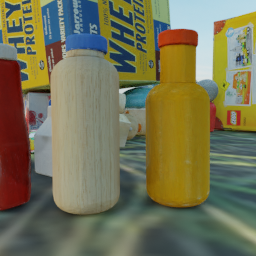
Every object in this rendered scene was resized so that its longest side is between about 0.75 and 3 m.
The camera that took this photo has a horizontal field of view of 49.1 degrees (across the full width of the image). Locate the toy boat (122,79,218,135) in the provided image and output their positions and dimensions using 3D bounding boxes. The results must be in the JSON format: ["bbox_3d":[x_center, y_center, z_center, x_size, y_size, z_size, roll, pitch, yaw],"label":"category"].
[{"bbox_3d":[0.763,-0.483,5.995,2.468,1.147,2.075,-1,3,-12],"label":"toy boat"}]

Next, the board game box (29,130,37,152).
[{"bbox_3d":[-0.977,0.146,3.847,0.714,0.224,1.494,-2,7,-17],"label":"board game box"}]

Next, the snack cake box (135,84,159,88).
[{"bbox_3d":[0.765,-0.548,7.176,0.774,0.452,1.346,2,-32,39],"label":"snack cake box"}]

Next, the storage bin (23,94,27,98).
[{"bbox_3d":[-1.754,-0.846,8.161,1.754,1.901,2.611,-10,-1,28],"label":"storage bin"}]

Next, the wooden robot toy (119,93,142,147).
[{"bbox_3d":[-0.178,-0.166,4.243,0.930,0.903,2.050,10,1,-19],"label":"wooden robot toy"}]

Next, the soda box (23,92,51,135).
[{"bbox_3d":[-1.753,-0.283,5.749,0.700,0.773,2.209,-2,4,-22],"label":"soda box"}]

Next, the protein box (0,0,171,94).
[{"bbox_3d":[-0.874,-1.618,5.464,2.521,1.713,2.539,0,6,42],"label":"protein box"}]

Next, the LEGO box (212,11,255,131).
[{"bbox_3d":[2.864,-1.166,6.043,0.967,2.505,1.866,-4,6,-38],"label":"LEGO box"}]

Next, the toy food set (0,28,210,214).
[{"bbox_3d":[-0.526,-0.070,1.783,1.940,0.873,0.926,3,5,40],"label":"toy food set"}]

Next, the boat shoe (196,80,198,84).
[{"bbox_3d":[1.382,-1.124,8.476,1.505,0.454,0.556,-30,-28,13],"label":"boat shoe"}]
